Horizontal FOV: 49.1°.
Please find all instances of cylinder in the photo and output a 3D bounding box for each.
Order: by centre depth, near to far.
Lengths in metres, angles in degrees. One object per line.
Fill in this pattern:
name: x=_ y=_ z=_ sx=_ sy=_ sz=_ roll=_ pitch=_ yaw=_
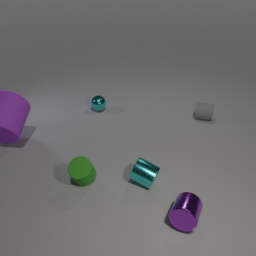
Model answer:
cylinder: x=1.456 y=2.085 z=7.010 sx=0.700 sy=0.700 sz=0.700 roll=13 pitch=28 yaw=21
cylinder: x=-1.348 y=1.278 z=8.289 sx=0.700 sy=0.700 sz=0.700 roll=-3 pitch=62 yaw=6
cylinder: x=0.504 y=1.328 z=8.303 sx=0.700 sy=0.700 sz=0.700 roll=27 pitch=37 yaw=12
cylinder: x=-4.362 y=-0.384 z=9.937 sx=1.400 sy=1.400 sz=1.400 roll=4 pitch=59 yaw=8
cylinder: x=3.282 y=-0.717 z=11.987 sx=0.700 sy=0.700 sz=0.700 roll=8 pitch=31 yaw=14

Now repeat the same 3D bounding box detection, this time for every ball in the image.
ball: x=-1.336 y=-1.126 z=12.654 sx=0.700 sy=0.700 sz=0.700 roll=0 pitch=30 yaw=0
